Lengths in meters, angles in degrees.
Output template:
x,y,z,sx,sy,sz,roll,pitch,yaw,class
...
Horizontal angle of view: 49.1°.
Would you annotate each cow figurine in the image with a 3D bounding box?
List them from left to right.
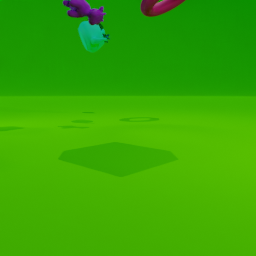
x,y,z,sx,sy,sz,roll,pitch,yaw,class
-1.005,-2.780,6.543,0.865,0.483,0.879,-4,53,-32,cow figurine
-1.189,-4.173,12.230,0.931,0.519,0.946,27,44,-17,cow figurine

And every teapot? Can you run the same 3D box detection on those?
x,y,z,sx,sy,sz,roll,pitch,yaw,class
-1.013,-2.725,8.290,0.715,0.907,1.459,-24,38,-8,teapot

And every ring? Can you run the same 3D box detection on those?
x,y,z,sx,sy,sz,roll,pitch,yaw,class
1.233,-3.961,8.372,1.885,0.377,1.885,-26,1,0,ring
